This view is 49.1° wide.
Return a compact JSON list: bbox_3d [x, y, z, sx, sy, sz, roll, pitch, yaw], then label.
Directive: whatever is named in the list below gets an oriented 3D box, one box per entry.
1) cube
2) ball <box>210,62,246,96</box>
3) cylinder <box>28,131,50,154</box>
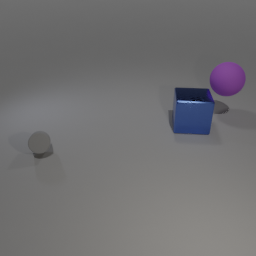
[{"bbox_3d":[2.540,-0.699,11.166,1.400,1.400,1.400,3,30,5],"label":"cube"},{"bbox_3d":[4.095,-2.006,11.551,1.400,1.400,1.400,0,30,0],"label":"ball"},{"bbox_3d":[-3.012,0.476,9.546,0.700,0.700,0.700,-8,7,-14],"label":"cylinder"}]
